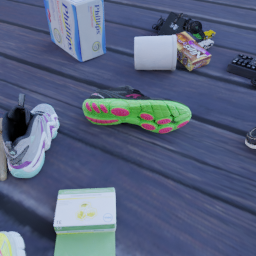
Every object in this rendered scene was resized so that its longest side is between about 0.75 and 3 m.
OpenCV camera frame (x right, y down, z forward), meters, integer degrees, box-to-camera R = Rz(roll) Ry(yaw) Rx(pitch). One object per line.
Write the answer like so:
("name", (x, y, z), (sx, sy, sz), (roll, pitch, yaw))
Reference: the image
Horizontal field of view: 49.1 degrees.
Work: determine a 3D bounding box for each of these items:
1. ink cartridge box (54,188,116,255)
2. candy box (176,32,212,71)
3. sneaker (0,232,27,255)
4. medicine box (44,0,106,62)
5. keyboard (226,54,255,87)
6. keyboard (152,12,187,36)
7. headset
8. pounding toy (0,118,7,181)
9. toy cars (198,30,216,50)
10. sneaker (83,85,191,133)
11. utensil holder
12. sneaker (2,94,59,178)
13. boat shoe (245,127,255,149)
("ink cartridge box", (-0.790, 1.865, 5.172), (1.138, 0.375, 1.564), (-2, 42, -2))
("candy box", (2.066, -2.694, 9.768), (0.866, 0.419, 1.485), (-23, 58, -22))
("sneaker", (-1.964, 2.434, 3.890), (0.901, 1.041, 2.306), (-46, 44, 5))
("medicine box", (-1.887, -3.817, 9.967), (1.154, 2.041, 2.241), (-29, 51, -27))
("keyboard", (4.661, -1.679, 8.941), (2.844, 0.365, 1.708), (25, 49, 26))
("keyboard", (1.704, -4.076, 11.569), (1.274, 0.485, 2.447), (30, 45, -3))
("headset", (1.652, -2.673, 7.494), (0.479, 1.019, 0.629), (-49, 38, 9))
("pounding toy", (-3.718, 0.412, 6.090), (2.291, 1.193, 2.608), (19, 47, 20))
("toy cars", (2.981, -3.339, 10.748), (0.622, 0.307, 1.388), (13, 48, 11))
("sneaker", (0.250, -0.638, 7.306), (2.822, 1.083, 1.182), (9, 48, 8))
("utensil holder", (0.882, -2.451, 9.207), (1.333, 1.133, 1.133), (-1, 43, 3))
("sneaker", (-2.228, -0.208, 6.427), (0.905, 1.629, 2.329), (-1, 43, -1))
("boat shoe", (4.008, -0.260, 6.581), (2.594, 0.783, 0.958), (-19, 26, 10))
